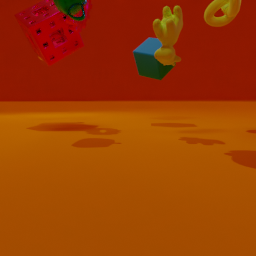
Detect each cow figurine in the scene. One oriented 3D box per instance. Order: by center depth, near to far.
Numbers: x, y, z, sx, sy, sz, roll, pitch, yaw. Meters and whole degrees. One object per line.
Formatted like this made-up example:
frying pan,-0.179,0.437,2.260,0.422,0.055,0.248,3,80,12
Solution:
cow figurine,0.877,-1.893,5.912,0.562,1.024,1.008,12,-33,31

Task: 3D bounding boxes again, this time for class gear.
gear,-1.353,-3.372,7.855,0.238,1.285,1.285,19,9,7

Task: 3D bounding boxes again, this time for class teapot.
teapot,-1.245,-3.029,6.026,0.793,1.619,1.006,-17,-8,6

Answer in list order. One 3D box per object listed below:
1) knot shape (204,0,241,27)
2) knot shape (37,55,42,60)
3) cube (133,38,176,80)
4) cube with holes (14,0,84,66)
knot shape,2.651,-3.338,7.377,0.750,1.519,1.623,35,50,5
knot shape,-2.763,-2.958,9.784,1.441,1.349,0.666,4,-22,-15
cube,0.864,-2.231,8.994,0.919,0.919,0.919,21,55,36
cube with holes,-2.402,-2.999,8.645,1.309,1.309,1.309,-35,49,-14
